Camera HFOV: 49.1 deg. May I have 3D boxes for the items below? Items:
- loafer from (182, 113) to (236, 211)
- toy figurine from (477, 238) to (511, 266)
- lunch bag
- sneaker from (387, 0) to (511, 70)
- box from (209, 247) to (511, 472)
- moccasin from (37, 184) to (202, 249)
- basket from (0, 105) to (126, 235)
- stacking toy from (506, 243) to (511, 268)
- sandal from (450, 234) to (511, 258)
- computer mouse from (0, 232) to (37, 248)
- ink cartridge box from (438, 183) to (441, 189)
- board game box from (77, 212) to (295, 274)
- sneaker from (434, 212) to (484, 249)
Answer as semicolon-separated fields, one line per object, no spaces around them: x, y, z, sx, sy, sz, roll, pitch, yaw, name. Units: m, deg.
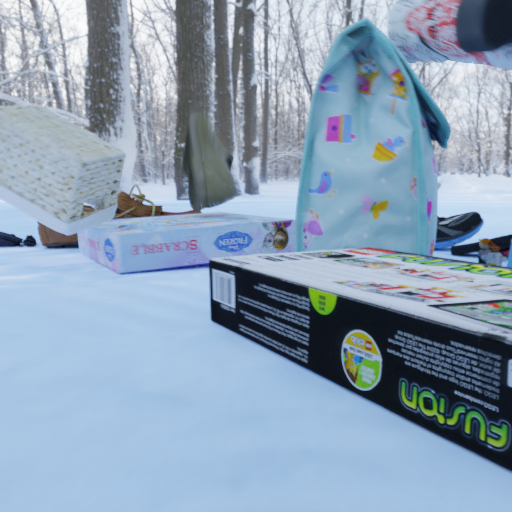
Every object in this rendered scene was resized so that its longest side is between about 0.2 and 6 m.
-0.847;-1.664;10.011;0.800;0.902;2.371;4;49;-15;loafer
3.413;-0.033;7.637;0.701;0.495;0.712;1;8;10;toy figurine
1.498;-1.200;7.090;1.791;2.937;2.502;2;6;18;lunch bag
2.671;-2.700;6.753;2.521;0.842;1.351;-11;21;-41;sneaker
1.144;0.405;3.741;1.786;0.563;3.245;-4;8;-28;box
-2.596;-0.794;10.896;3.111;1.201;1.138;-1;7;-8;moccasin
-2.983;-1.315;8.175;1.861;1.148;1.261;30;25;11;basket
3.098;0.197;3.891;1.409;1.333;2.428;0;18;-22;stacking toy
4.218;-0.110;8.850;2.217;0.500;0.833;-13;-8;40;sandal
-4.903;-0.340;10.849;1.218;0.321;0.844;-3;8;-20;computer mouse
3.096;-1.258;11.351;0.900;0.911;0.214;36;2;34;ink cartridge box
-1.226;-0.302;9.078;2.782;0.572;2.775;-6;9;-27;board game box
2.845;-0.676;10.407;2.630;1.090;0.933;2;9;15;sneaker
